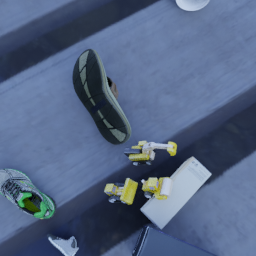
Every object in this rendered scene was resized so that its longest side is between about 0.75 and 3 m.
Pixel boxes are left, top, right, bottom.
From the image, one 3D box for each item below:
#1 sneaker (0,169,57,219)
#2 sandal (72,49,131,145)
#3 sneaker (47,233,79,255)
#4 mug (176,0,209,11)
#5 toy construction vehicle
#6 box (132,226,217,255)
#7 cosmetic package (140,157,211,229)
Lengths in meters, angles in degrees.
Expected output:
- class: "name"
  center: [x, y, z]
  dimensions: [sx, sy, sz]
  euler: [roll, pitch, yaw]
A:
- class: "sneaker"
  center: [-2.664, 1.594, 7.039]
  dimensions: [1.896, 0.808, 0.740]
  euler: [29, 75, 9]
- class: "sandal"
  center: [-0.695, -0.839, 7.811]
  dimensions: [1.095, 0.787, 2.757]
  euler: [-24, 90, 32]
- class: "sneaker"
  center: [-1.568, 2.799, 6.965]
  dimensions: [0.837, 0.314, 0.483]
  euler: [43, 73, 1]
- class: "mug"
  center: [1.895, -4.515, 8.859]
  dimensions: [1.416, 1.045, 1.241]
  euler: [-6, 65, 30]
- class: "toy construction vehicle"
  center: [0.274, 1.066, 6.884]
  dimensions: [1.798, 0.633, 1.565]
  euler: [-8, 50, 41]
- class: "box"
  center: [1.236, 2.990, 6.240]
  dimensions: [2.160, 1.525, 0.852]
  euler: [22, 75, 6]
- class: "cosmetic package"
  center: [1.157, 1.610, 6.974]
  dimensions: [1.787, 0.925, 0.653]
  euler: [-43, 79, -13]
